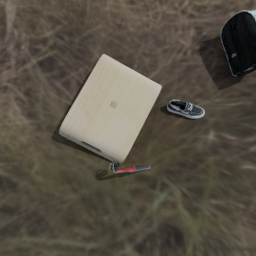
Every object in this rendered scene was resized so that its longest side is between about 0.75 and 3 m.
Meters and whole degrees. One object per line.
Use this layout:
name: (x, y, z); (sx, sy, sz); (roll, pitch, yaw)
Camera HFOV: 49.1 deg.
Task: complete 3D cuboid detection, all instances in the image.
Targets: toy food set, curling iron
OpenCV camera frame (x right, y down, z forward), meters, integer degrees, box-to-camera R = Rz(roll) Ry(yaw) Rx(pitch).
toy food set: (-0.390, -0.493, 6.957); (1.683, 0.709, 2.346); (28, 79, -5)
curling iron: (0.085, 0.892, 6.442); (1.172, 0.150, 0.290); (7, 75, -35)

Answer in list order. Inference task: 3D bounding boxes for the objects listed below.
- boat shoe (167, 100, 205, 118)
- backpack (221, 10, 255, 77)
boat shoe: (1.476, -0.505, 7.032); (0.962, 0.326, 0.345); (16, 69, 1)
backpack: (3.047, -2.174, 6.988); (1.088, 1.283, 1.445); (-20, 86, -25)
